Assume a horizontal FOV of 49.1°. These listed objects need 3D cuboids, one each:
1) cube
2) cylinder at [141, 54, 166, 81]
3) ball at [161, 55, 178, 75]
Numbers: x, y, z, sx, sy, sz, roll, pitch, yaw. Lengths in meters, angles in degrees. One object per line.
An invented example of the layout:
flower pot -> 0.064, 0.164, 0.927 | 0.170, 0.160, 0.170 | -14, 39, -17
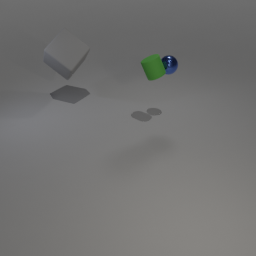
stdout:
cube -> -2.728, -3.220, 12.349 | 1.400, 1.400, 1.400 | -55, 11, -16
cylinder -> 0.898, -2.153, 9.934 | 0.700, 0.700, 0.700 | -22, 25, 11
ball -> 1.503, -2.332, 10.374 | 0.700, 0.700, 0.700 | 0, 30, 0
